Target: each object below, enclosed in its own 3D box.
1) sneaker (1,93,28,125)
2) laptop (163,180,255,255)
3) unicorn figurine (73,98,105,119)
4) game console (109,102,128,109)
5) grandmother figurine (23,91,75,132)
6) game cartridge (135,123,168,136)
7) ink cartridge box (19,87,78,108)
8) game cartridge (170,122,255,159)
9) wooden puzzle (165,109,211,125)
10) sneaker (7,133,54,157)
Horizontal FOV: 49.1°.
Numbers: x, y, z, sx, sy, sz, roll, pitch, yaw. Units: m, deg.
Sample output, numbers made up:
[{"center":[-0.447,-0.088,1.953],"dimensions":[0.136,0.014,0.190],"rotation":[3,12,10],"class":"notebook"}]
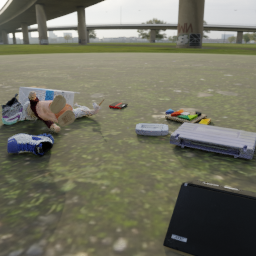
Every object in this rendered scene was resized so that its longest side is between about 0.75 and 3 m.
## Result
[{"center":[-4.558,-0.898,11.867],"dimensions":[0.661,1.189,1.700],"rotation":[11,22,29],"class":"sneaker"},{"center":[2.035,1.836,5.685],"dimensions":[1.997,1.164,2.253],"rotation":[9,-4,23],"class":"laptop"},{"center":[-2.129,-0.788,12.516],"dimensions":[1.955,0.722,1.343],"rotation":[-32,39,-30],"class":"unicorn figurine"},{"center":[-0.498,-1.140,14.231],"dimensions":[0.740,0.130,0.837],"rotation":[12,22,20],"class":"game console"},{"center":[-3.034,-0.611,10.285],"dimensions":[0.899,1.800,2.968],"rotation":[-34,27,-33],"class":"grandmother figurine"},{"center":[0.908,0.055,10.627],"dimensions":[1.228,0.255,0.818],"rotation":[2,24,6],"class":"game cartridge"},{"center":[-3.605,-1.365,13.196],"dimensions":[1.522,0.876,2.627],"rotation":[9,7,24],"class":"ink cartridge box"},{"center":[2.900,0.371,9.428],"dimensions":[2.580,0.495,1.673],"rotation":[10,18,27],"class":"game cartridge"},{"center":[2.568,-0.543,12.265],"dimensions":[2.325,0.272,1.569],"rotation":[13,23,34],"class":"wooden puzzle"},{"center":[-2.987,0.533,8.708],"dimensions":[1.437,0.581,0.830],"rotation":[-6,18,-21],"class":"sneaker"}]
